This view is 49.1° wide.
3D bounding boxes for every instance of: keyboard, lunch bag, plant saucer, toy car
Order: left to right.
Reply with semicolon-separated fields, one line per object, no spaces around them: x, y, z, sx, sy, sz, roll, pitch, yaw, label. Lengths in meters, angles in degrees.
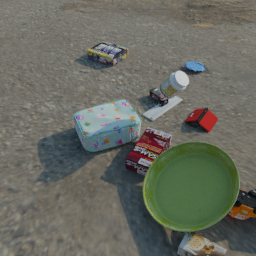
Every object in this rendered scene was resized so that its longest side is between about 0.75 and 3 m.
-0.729;-0.153;10.222;2.290;0.883;1.837;-16;40;-18;lunch bag
1.473;-0.882;11.704;0.568;0.108;2.020;27;47;36;keyboard
1.699;1.583;7.726;2.664;0.414;2.664;-18;45;19;plant saucer
3.166;2.559;7.077;1.185;0.804;2.416;11;34;-21;toy car

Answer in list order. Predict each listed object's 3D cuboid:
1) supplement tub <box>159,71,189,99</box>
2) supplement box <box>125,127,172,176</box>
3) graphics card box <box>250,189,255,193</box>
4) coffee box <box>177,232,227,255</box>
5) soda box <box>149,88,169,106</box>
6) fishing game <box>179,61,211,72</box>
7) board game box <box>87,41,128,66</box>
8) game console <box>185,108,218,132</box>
1.504;-1.411;9.182;0.647;0.896;0.647;12;64;-25;supplement tub
0.713;0.778;9.401;0.943;0.528;1.733;18;45;20;supplement box
4.152;2.037;8.094;1.126;0.286;0.707;-10;45;-10;graphics card box
1.797;3.030;6.846;1.014;0.404;0.580;23;46;25;coffee box
1.318;-1.355;11.999;0.360;0.322;1.016;-21;40;-21;soda box
3.383;-3.088;14.197;1.490;0.232;1.067;-5;40;-17;fishing game
-1.070;-4.026;15.082;1.727;0.490;1.427;24;48;26;board game box
2.890;-0.299;11.001;0.878;0.605;1.019;-7;27;44;game console
